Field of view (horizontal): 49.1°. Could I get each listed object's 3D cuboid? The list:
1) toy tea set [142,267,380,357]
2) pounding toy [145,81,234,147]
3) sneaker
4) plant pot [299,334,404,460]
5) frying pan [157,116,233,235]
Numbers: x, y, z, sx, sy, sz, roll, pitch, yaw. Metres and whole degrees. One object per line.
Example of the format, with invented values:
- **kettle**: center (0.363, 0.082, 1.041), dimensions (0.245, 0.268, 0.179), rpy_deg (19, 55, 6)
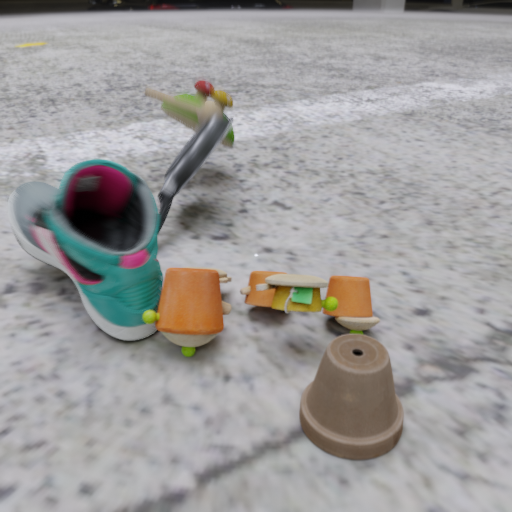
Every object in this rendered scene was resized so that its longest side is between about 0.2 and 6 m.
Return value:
- **toy tea set**: center (0.080, 0.750, 7.177), dimensions (2.947, 1.091, 1.753), rpy_deg (3, 0, 12)
- **pounding toy**: center (-1.075, -3.120, 11.466), dimensions (1.677, 1.008, 2.172), rpy_deg (28, 3, 9)
- **sneaker**: center (-2.325, -0.530, 7.315), dimensions (3.203, 1.934, 1.339), rpy_deg (39, 48, 25)
- **plant pot**: center (1.011, 1.364, 5.763), dimensions (1.095, 0.955, 1.095), rpy_deg (1, 30, 0)
- **frying pan**: center (-1.406, -1.324, 9.880), dimensions (2.980, 0.485, 1.802), rpy_deg (-53, 16, -5)
